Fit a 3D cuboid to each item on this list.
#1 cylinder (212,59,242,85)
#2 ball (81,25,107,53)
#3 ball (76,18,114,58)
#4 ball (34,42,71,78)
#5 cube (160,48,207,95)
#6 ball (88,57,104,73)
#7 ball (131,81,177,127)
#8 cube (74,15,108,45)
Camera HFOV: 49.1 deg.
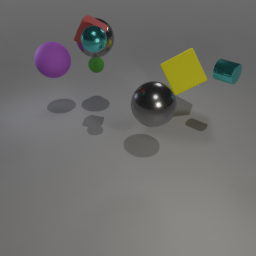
[{"bbox_3d":[3.288,-1.869,9.295,0.700,0.700,0.700,28,41,34],"label":"cylinder"},{"bbox_3d":[-0.923,-2.408,7.592,0.700,0.700,0.700,0,32,0],"label":"ball"},{"bbox_3d":[-1.207,-3.306,10.308,1.400,1.400,1.400,0,32,0],"label":"ball"},{"bbox_3d":[-2.957,-2.676,11.044,1.400,1.400,1.400,0,32,0],"label":"ball"},{"bbox_3d":[2.334,-2.330,11.656,1.400,1.400,1.400,-25,5,17],"label":"cube"},{"bbox_3d":[-1.385,-2.762,12.219,0.700,0.700,0.700,0,32,0],"label":"ball"},{"bbox_3d":[0.783,-0.724,8.574,1.400,1.400,1.400,0,32,0],"label":"ball"},{"bbox_3d":[-1.077,-2.794,8.230,0.700,0.700,0.700,27,28,-11],"label":"cube"}]
